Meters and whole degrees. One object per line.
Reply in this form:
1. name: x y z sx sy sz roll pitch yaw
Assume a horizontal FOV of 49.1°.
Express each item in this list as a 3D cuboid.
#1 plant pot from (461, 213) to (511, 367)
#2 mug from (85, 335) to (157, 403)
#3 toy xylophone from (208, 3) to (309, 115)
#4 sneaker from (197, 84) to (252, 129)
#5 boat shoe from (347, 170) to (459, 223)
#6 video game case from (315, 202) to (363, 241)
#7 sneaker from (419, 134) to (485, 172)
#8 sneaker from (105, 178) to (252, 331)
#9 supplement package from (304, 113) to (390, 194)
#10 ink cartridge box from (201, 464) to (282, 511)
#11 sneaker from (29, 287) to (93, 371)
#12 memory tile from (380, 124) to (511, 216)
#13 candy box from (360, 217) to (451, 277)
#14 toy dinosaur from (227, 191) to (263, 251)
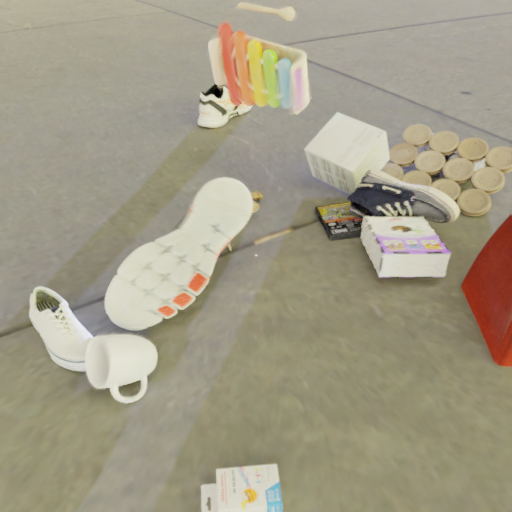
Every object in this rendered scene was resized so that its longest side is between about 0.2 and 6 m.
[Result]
1. plant pot: 4.469 0.381 8.407 1.937 1.707 1.935 1 36 0
2. mug: -1.781 1.528 7.633 0.809 0.681 0.923 3 68 -44
3. toy xylophone: 0.074 -4.121 11.735 0.715 2.084 2.847 -34 38 -27
4. sneaker: -0.798 -4.410 15.708 0.903 0.980 2.449 14 37 21
5. boat shoe: 2.737 -0.909 10.755 2.073 0.774 0.961 27 63 38
6. video game case: 1.904 -0.735 11.237 1.205 0.154 1.089 -9 38 -7
7. sneaker: 4.707 -2.411 13.184 1.058 0.692 1.842 -15 44 -21
8. sneaker: -1.210 0.074 9.354 1.198 1.273 3.108 44 68 -1
9. supplement package: 1.996 -2.209 12.247 1.300 0.956 1.243 32 73 32
10. ink cartridge box: -0.182 2.710 6.366 0.900 0.305 0.518 -4 36 -5
11. sneaker: -2.940 1.067 8.366 1.777 0.629 0.649 30 45 35
12. memory tile: 4.119 -1.932 12.285 2.616 0.220 2.005 25 67 30
13. candy box: 2.615 -0.187 10.005 1.180 0.503 1.406 0 30 -4
14. toy dinosaur: -0.499 -0.963 11.229 1.048 0.603 2.073 13 38 16
